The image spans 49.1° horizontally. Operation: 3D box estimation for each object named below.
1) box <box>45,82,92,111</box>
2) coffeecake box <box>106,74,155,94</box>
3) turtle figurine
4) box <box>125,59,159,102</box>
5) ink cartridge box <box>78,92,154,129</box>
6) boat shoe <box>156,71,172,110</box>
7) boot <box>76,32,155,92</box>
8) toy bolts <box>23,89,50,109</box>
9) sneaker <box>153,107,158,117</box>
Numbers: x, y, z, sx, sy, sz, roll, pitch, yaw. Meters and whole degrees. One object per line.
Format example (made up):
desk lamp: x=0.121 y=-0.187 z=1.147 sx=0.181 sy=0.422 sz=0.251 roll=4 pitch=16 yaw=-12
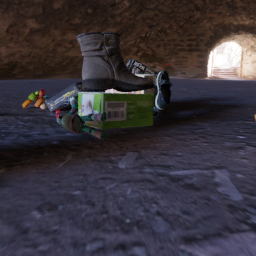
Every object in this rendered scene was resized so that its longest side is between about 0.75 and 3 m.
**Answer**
box: x=-2.763 y=-1.614 z=13.768 sx=1.808 sy=0.585 sz=2.293 roll=-30 pitch=5 yaw=16
coffeecake box: x=0.052 y=-1.527 z=12.491 sx=2.234 sy=1.715 sz=0.816 roll=10 pitch=16 yaw=39
turtle figurine: x=-1.463 y=-0.207 z=8.223 sx=1.660 sy=1.242 sz=0.836 roll=12 pitch=39 yaw=18
box: x=0.638 y=-2.354 z=14.622 sx=2.073 sy=1.698 sz=0.893 roll=24 pitch=0 yaw=-23
ink cartridge box: x=-0.843 y=-0.708 z=9.790 sx=2.139 sy=1.096 sz=2.894 roll=-4 pitch=10 yaw=-39
boat shoe: x=1.544 y=-1.652 z=11.556 sx=0.666 sy=1.781 sz=0.591 roll=24 pitch=-25 yaw=-24
boot: x=-0.260 y=-2.177 z=9.281 sx=2.900 sy=1.909 sz=1.012 roll=-4 pitch=1 yaw=-41
toy bolts: x=-4.463 y=-1.255 z=14.160 sx=1.275 sy=0.926 sz=1.335 roll=-39 pitch=7 yaw=26
sneaker: x=0.526 y=-0.665 z=11.305 sx=1.436 sy=0.564 sz=0.640 roll=1 pitch=10 yaw=1
